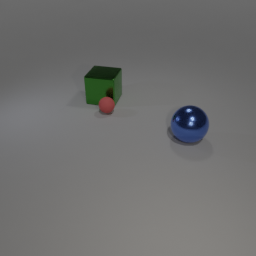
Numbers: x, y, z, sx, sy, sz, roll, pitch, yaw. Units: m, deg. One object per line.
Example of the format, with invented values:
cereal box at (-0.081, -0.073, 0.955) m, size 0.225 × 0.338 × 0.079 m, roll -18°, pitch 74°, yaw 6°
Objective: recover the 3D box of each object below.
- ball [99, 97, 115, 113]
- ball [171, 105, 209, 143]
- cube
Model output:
ball at (-0.928, -1.003, 12.211) m, size 0.700 × 0.700 × 0.700 m, roll 0°, pitch 33°, yaw 0°
ball at (2.282, -0.143, 10.371) m, size 1.400 × 1.400 × 1.400 m, roll 0°, pitch 33°, yaw 0°
cube at (-1.125, -1.980, 13.159) m, size 1.400 × 1.400 × 1.400 m, roll 8°, pitch 34°, yaw 11°
